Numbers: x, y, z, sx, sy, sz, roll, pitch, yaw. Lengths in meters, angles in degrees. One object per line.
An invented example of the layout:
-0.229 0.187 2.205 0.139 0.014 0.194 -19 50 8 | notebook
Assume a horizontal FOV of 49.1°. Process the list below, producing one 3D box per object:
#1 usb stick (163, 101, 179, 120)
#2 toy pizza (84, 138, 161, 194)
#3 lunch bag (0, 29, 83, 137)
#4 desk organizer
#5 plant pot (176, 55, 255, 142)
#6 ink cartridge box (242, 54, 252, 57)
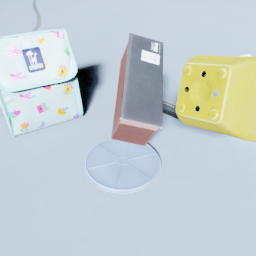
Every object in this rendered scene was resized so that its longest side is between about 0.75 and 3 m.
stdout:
1.399 -0.685 9.828 1.869 0.305 0.518 26 46 30 | usb stick
-0.149 1.008 7.661 2.103 0.333 2.103 1 38 -1 | toy pizza
-2.891 -1.516 8.744 2.510 2.947 1.797 -18 41 -23 | lunch bag
0.248 -0.989 7.020 0.959 1.030 2.675 12 58 -11 | desk organizer
1.655 -0.554 4.775 1.500 1.457 1.466 -1 13 -43 | plant pot
4.597 -2.208 11.076 1.220 0.714 2.103 -16 54 -19 | ink cartridge box
